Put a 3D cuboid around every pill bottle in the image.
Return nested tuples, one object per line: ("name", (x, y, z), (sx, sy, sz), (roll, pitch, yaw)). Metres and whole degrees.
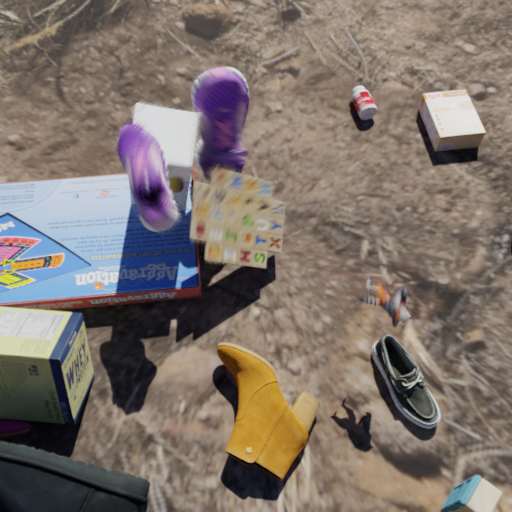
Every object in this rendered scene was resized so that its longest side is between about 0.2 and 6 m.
("pill bottle", (2.549, -3.650, 13.318), (0.439, 0.439, 0.782), (-12, 61, -7))

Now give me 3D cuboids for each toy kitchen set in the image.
("toy kitchen set", (2.353, 3.941, 8.452), (1.584, 1.165, 1.977), (35, 65, 19))

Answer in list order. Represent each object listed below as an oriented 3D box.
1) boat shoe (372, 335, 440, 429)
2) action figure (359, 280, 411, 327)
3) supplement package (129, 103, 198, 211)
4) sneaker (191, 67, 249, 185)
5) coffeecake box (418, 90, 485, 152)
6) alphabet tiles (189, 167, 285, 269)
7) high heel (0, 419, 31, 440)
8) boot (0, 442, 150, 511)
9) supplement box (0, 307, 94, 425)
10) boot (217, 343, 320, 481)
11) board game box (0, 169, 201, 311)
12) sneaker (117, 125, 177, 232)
("boat shoe", (2.600, 2.183, 9.796), (0.630, 0.620, 1.747), (-26, 63, -15))
("action figure", (2.090, 0.847, 8.955), (0.438, 0.838, 0.810), (-29, 43, -31))
("supplement package", (-1.764, -1.779, 10.497), (1.147, 2.017, 1.105), (7, 72, -8))
("sneaker", (-0.614, -2.251, 10.636), (1.090, 2.710, 1.198), (-7, 56, -9))
("coffeecake box", (4.506, -3.148, 12.982), (1.064, 0.506, 1.386), (-7, 60, -4))
("alphabet tiles", (-0.300, -0.681, 10.438), (2.044, 0.065, 1.701), (9, 83, -35))
("high heel", (-4.644, 2.706, 9.489), (1.700, 0.573, 0.817), (-5, 70, 1))
("boot", (-3.383, 4.324, 8.173), (3.201, 1.222, 2.690), (14, 56, 1))
("supplement box", (-3.722, 1.814, 9.296), (1.605, 1.606, 1.078), (4, 36, 2))
("boot", (-0.126, 2.596, 9.456), (2.185, 0.769, 1.564), (32, 62, 12))
("board game box", (-4.017, -0.284, 11.270), (5.667, 0.551, 2.917), (-5, 59, -3))
("sneaker", (-1.755, -1.300, 8.934), (0.721, 0.793, 1.793), (-19, 86, -3))
